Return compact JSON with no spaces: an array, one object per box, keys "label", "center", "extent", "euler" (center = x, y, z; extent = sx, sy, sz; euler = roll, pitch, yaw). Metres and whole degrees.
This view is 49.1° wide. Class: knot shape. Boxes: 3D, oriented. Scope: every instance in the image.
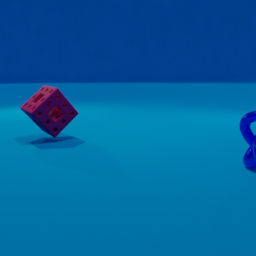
[{"label":"knot shape","center":[2.139,0.346,4.410],"extent":[0.503,1.089,1.019],"euler":[-10,46,6]}]

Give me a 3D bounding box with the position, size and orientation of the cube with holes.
[{"label":"cube with holes","center":[-1.914,-0.423,6.832],"extent":[0.834,0.834,0.834],"euler":[-49,36,-18]}]
